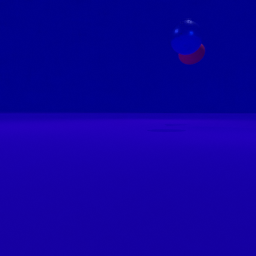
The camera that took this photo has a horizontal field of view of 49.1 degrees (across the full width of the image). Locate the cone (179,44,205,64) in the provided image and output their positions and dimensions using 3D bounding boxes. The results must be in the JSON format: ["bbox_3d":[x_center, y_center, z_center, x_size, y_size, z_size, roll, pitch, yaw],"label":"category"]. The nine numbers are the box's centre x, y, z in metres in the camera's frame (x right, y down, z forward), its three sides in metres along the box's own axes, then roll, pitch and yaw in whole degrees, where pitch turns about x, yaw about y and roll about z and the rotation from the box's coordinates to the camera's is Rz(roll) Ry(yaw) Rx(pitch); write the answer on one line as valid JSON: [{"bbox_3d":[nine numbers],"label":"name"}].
[{"bbox_3d":[2.344,-3.164,10.736,1.039,1.039,1.043,1,-19,24],"label":"cone"}]

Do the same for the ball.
[{"bbox_3d":[1.620,-2.514,7.809,0.924,0.924,0.924,0,3,0],"label":"ball"}]
